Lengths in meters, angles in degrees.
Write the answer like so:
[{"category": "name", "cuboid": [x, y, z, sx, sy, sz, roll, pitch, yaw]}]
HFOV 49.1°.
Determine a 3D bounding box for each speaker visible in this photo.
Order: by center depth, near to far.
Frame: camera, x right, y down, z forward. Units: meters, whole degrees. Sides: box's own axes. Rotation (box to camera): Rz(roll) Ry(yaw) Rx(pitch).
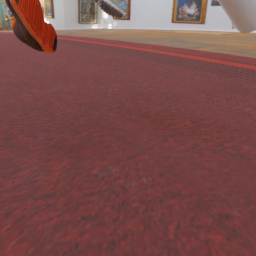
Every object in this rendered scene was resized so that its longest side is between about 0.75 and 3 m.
[{"category": "speaker", "cuboid": [2.010, -2.427, 5.155, 0.628, 0.628, 1.546, 25, 1, 44]}]

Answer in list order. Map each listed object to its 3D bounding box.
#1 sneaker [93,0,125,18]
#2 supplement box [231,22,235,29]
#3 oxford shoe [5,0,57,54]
[{"category": "sneaker", "cuboid": [-0.861, -5.101, 10.791, 2.020, 0.828, 0.755, 36, -13, -12]}, {"category": "supplement box", "cuboid": [3.856, -3.615, 8.553, 1.336, 0.842, 0.491, 0, 32, 33]}, {"category": "oxford shoe", "cuboid": [-2.949, -2.969, 8.039, 1.080, 1.060, 2.977, 5, -12, 3]}]
